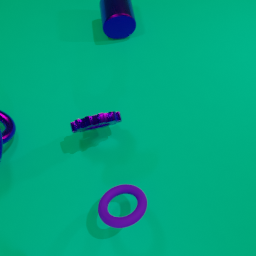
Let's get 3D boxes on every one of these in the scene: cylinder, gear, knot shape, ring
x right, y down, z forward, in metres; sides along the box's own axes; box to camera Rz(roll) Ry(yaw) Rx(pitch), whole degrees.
[{"bbox_3d":[-0.326,-3.508,8.721,1.039,1.039,1.039,-8,66,-3],"label":"cylinder"},{"bbox_3d":[-0.791,-0.143,6.996,1.262,1.262,0.233,-13,86,-6],"label":"gear"},{"bbox_3d":[-3.489,0.349,6.799,1.685,0.832,1.800,27,64,39],"label":"knot shape"},{"bbox_3d":[-0.124,1.701,6.195,1.118,0.224,1.118,-10,36,7],"label":"ring"}]
